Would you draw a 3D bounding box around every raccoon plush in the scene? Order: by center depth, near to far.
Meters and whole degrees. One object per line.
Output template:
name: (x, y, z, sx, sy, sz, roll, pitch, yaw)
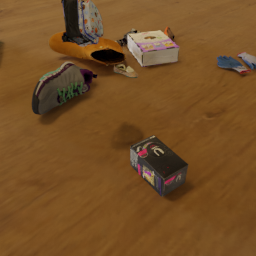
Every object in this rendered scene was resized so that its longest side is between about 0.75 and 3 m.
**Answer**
raccoon plush: (-0.052, -4.187, 12.777, 1.331, 0.644, 0.892, -5, 32, -6)

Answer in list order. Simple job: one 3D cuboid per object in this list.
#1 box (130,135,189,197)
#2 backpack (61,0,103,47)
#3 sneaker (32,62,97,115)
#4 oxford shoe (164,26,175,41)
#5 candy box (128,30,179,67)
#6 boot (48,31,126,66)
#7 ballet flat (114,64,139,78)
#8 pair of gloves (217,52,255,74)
box: (0.694, 0.856, 6.594, 0.761, 0.661, 1.246, -25, 46, -27)
backpack: (-1.021, -2.403, 6.486, 0.830, 1.078, 1.026, -1, -2, 11)
sneaker: (-1.952, -1.316, 8.986, 1.219, 1.037, 2.786, 14, 41, 9)
oxford shoe: (1.907, -4.285, 13.045, 0.485, 0.474, 1.330, 15, 47, -4)
candy box: (0.999, -3.362, 11.681, 1.573, 0.671, 1.875, -12, 42, -14)
boot: (-1.630, -3.113, 10.910, 2.943, 1.035, 2.107, 0, 27, -12)
ballet flat: (-0.090, -2.163, 10.484, 1.059, 0.356, 0.361, 18, 43, 21)
pair of gloves: (4.514, -2.566, 11.095, 1.943, 0.221, 1.562, -14, 40, -18)
